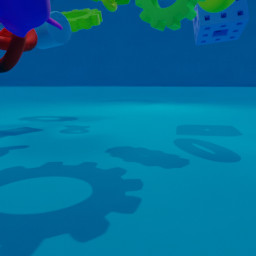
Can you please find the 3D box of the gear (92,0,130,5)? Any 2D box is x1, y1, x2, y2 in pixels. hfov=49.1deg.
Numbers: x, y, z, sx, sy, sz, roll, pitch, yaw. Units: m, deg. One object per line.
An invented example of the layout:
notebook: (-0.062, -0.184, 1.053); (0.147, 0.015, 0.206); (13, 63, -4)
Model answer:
gear: (-0.280, -2.865, 4.008); (2.080, 2.080, 0.385); (3, 52, 15)

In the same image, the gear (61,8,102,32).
gear: (-1.910, -3.891, 10.082); (1.906, 0.352, 1.906); (-5, 34, 4)

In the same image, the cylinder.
cylinder: (-2.103, -2.596, 7.488); (0.831, 0.831, 0.831); (0, 8, 35)

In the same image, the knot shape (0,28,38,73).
knot shape: (-2.800, -1.916, 6.208); (1.864, 0.861, 1.745); (-32, 49, -25)

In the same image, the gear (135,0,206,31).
gear: (0.803, -2.646, 5.341); (1.479, 1.479, 0.274); (8, 7, 40)

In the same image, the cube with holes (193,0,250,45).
cube with holes: (2.507, -3.221, 7.829); (1.227, 1.227, 1.227); (-6, -8, 8)

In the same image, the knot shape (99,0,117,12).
knot shape: (-0.559, -4.029, 8.223); (0.596, 1.207, 1.290); (1, -10, -17)

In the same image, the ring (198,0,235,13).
ring: (1.974, -3.397, 6.047); (0.338, 1.688, 1.688); (-5, 10, -21)

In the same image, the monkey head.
monkey head: (-2.103, -2.470, 5.329); (1.078, 1.789, 1.287); (-39, 43, -4)
